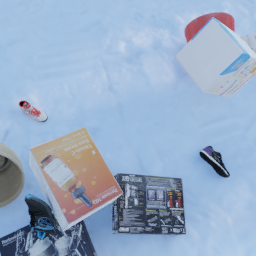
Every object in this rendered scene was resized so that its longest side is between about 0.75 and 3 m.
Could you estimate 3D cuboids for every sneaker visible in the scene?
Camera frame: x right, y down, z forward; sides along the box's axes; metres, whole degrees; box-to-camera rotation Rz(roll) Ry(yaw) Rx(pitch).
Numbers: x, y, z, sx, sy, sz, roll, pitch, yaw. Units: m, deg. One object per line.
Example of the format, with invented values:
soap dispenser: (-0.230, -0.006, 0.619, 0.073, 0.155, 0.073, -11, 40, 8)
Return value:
sneaker: (3.194, 1.149, 9.914, 0.567, 0.491, 1.296, -36, 72, -19)
sneaker: (-2.326, 2.350, 7.353, 0.565, 1.542, 0.632, 12, 46, 35)
sneaker: (-3.610, -0.642, 10.569, 1.152, 0.617, 0.385, 28, 70, 11)

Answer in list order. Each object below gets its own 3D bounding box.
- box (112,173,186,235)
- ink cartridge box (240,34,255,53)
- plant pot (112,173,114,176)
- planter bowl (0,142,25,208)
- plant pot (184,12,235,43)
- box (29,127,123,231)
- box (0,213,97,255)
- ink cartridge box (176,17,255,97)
box: (0.666, 2.448, 8.942, 2.287, 0.569, 1.803, 7, 66, -17)
ink cartridge box: (4.959, -3.465, 11.834, 1.095, 0.462, 0.800, -7, 67, -3)
plant pot: (-0.800, 1.840, 9.415, 0.909, 1.048, 1.048, 38, 72, -4)
planter bowl: (-4.516, 1.320, 9.050, 2.235, 2.235, 1.504, -20, 32, -8)
plant pot: (3.306, -3.200, 11.041, 2.005, 2.005, 1.774, -5, 79, -2)
box: (-1.464, 1.350, 7.635, 1.644, 1.148, 2.160, -25, 74, -30)
box: (-2.244, 3.846, 8.339, 2.409, 1.254, 2.193, -24, 68, -10)
ink cartridge box: (2.950, -2.026, 8.616, 2.379, 1.529, 1.490, -1, 53, -49)
